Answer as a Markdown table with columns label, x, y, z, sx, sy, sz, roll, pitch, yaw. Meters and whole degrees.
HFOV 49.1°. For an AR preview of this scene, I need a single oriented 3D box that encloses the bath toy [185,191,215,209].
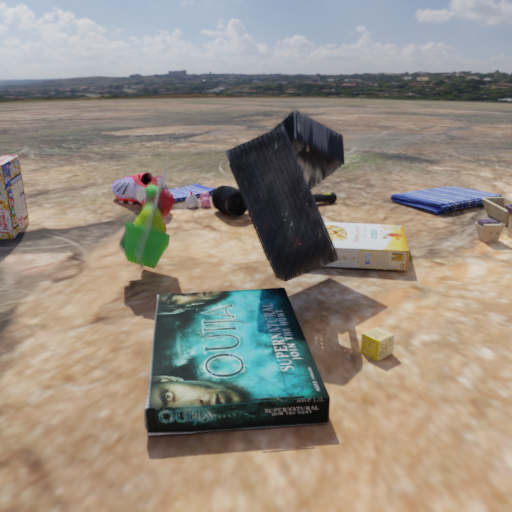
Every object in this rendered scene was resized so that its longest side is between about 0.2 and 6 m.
| label | x | y | z | sx | sy | sz | roll | pitch | yaw |
| --- | --- | --- | --- | --- | --- | --- | --- | --- | --- |
| bath toy | -1.284 | -1.519 | 14.792 | 1.186 | 0.438 | 0.516 | -6 | 21 | -13 |

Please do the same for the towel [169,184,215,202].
| label | x | y | z | sx | sy | sz | roll | pitch | yaw |
| --- | --- | --- | --- | --- | --- | --- | --- | --- | --- |
| towel | -2.059 | -1.817 | 15.959 | 1.593 | 0.190 | 1.153 | -16 | 25 | -37 |

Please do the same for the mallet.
| label | x | y | z | sx | sy | sz | roll | pitch | yaw |
| --- | --- | --- | --- | --- | --- | --- | --- | --- | --- |
| mallet | 0.474 | -1.495 | 14.647 | 3.416 | 0.703 | 1.125 | -6 | 17 | -31 |

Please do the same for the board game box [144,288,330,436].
| label | x | y | z | sx | sy | sz | roll | pitch | yaw |
| --- | --- | --- | --- | --- | --- | --- | --- | --- | --- |
| board game box | -0.363 | 1.216 | 7.365 | 2.015 | 0.419 | 2.979 | -2 | 20 | -7 |

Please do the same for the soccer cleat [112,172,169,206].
| label | x | y | z | sx | sy | sz | roll | pitch | yaw |
| --- | --- | --- | --- | --- | --- | --- | --- | --- | --- |
| soccer cleat | -3.052 | -1.824 | 14.790 | 0.874 | 1.002 | 2.622 | -14 | 25 | -34 |

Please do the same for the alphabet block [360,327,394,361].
| label | x | y | z | sx | sy | sz | roll | pitch | yaw |
| --- | --- | --- | --- | --- | --- | --- | --- | --- | --- |
| alphabet block | 1.642 | 1.193 | 7.589 | 0.324 | 0.317 | 0.318 | -15 | 23 | -37 |

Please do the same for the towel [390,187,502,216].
| label | x | y | z | sx | sy | sz | roll | pitch | yaw |
| --- | --- | --- | --- | --- | --- | --- | --- | --- | --- |
| towel | 5.134 | -1.537 | 15.187 | 2.516 | 0.300 | 1.822 | -10 | 20 | -30 |

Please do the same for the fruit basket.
| label | x | y | z | sx | sy | sz | roll | pitch | yaw |
| --- | --- | --- | --- | --- | --- | --- | --- | --- | --- |
| fruit basket | -1.881 | -0.703 | 9.920 | 0.818 | 1.746 | 1.617 | 10 | -8 | -8 |

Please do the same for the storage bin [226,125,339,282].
| label | x | y | z | sx | sy | sz | roll | pitch | yaw |
| --- | --- | --- | --- | --- | --- | --- | --- | --- | --- |
| storage bin | 0.435 | -0.766 | 8.799 | 0.993 | 2.119 | 1.432 | -24 | -9 | 7 |

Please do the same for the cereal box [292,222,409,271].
| label | x | y | z | sx | sy | sz | roll | pitch | yaw |
| --- | --- | --- | --- | --- | --- | --- | --- | --- | --- |
| cereal box | 1.767 | -0.246 | 11.241 | 2.393 | 0.473 | 1.722 | 3 | 20 | 9 |

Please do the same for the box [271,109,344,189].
| label | x | y | z | sx | sy | sz | roll | pitch | yaw |
| --- | --- | --- | --- | --- | --- | --- | --- | --- | --- |
| box | 0.791 | -1.858 | 10.156 | 1.136 | 0.716 | 1.155 | 19 | -35 | -29 |

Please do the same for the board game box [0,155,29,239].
| label | x | y | z | sx | sy | sz | roll | pitch | yaw |
| --- | --- | --- | --- | --- | --- | --- | --- | --- | --- |
| board game box | -5.546 | -1.337 | 12.538 | 0.380 | 1.642 | 1.244 | -3 | 20 | -5 |

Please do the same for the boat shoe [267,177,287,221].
| label | x | y | z | sx | sy | sz | roll | pitch | yaw |
| --- | --- | --- | --- | --- | --- | --- | --- | --- | --- |
| boat shoe | 0.514 | -1.799 | 13.286 | 1.007 | 0.931 | 2.727 | 13 | 41 | 13 |

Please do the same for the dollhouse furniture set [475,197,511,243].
| label | x | y | z | sx | sy | sz | roll | pitch | yaw |
| --- | --- | --- | --- | --- | --- | --- | --- | --- | --- |
| dollhouse furniture set | 5.656 | -1.481 | 12.816 | 1.913 | 1.713 | 2.414 | -2 | 20 | -5 |
